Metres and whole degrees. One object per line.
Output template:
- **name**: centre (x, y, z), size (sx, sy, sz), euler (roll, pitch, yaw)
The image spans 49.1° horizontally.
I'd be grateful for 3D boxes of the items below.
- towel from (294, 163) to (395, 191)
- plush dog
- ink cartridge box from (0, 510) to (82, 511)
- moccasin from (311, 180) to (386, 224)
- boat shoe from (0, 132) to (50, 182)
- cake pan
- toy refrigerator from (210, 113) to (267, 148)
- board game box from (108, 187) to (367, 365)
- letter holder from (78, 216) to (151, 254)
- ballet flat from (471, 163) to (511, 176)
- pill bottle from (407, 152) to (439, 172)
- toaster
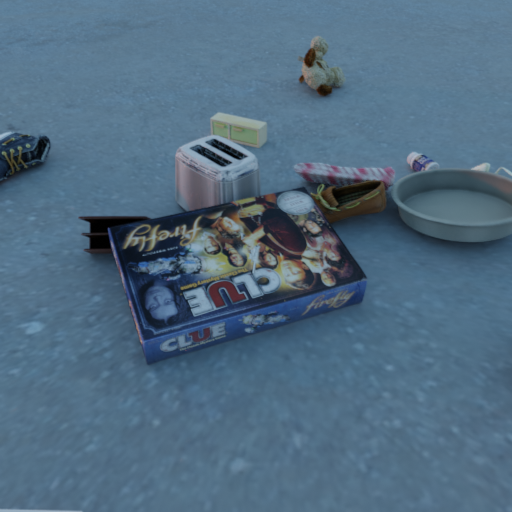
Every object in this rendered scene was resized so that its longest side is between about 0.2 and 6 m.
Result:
- **towel**: centre (2.058, -1.864, 12.954), size (2.210, 0.331, 1.617), euler (8, 0, 12)
- **plush dog**: centre (1.932, -5.982, 18.202), size (1.449, 1.806, 1.551), euler (-26, 21, 22)
- **ink cartridge box**: centre (-3.327, 3.607, 6.503), size (2.450, 0.542, 1.152), euler (0, 37, 1)
- **moccasin**: centre (1.656, -1.160, 12.113), size (2.272, 0.877, 0.831), euler (-7, 49, 15)
- **boat shoe**: centre (-6.085, -2.409, 13.866), size (1.169, 0.911, 2.576), euler (-1, 36, 6)
- **cake pan**: centre (4.455, -1.144, 12.294), size (2.952, 0.541, 2.952), euler (-3, 30, 2)
- **toy refrigerator**: centre (-0.499, -3.484, 15.544), size (1.525, 0.579, 0.534), euler (18, 42, 20)
- **board game box**: centre (-0.395, 0.177, 10.423), size (4.090, 0.708, 2.771), euler (-14, 49, -18)
- **letter holder**: centre (-2.770, -0.422, 11.176), size (1.363, 0.685, 0.969), euler (0, -4, 0)
- **ballet flat**: centre (5.630, -1.797, 13.271), size (1.886, 0.710, 0.640), euler (31, 37, 34)
- **pill bottle**: centre (4.194, -2.305, 14.144), size (0.446, 0.446, 0.803), euler (-17, 41, -21)
- **toaster**: centre (-0.799, -1.572, 12.292), size (1.382, 1.571, 2.433), euler (-29, 46, -30)
